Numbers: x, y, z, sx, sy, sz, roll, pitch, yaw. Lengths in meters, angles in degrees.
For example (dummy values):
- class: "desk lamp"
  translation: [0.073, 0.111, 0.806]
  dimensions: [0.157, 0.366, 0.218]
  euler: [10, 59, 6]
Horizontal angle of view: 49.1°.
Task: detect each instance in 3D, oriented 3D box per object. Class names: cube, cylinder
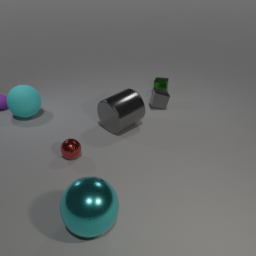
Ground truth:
- class: "cube"
  translation: [1.476, -1.380, 13.114]
  dimensions: [0.700, 0.700, 0.700]
  euler: [11, 28, -12]
- class: "cylinder"
  translation: [-0.269, -0.689, 11.162]
  dimensions: [1.400, 1.400, 1.400]
  euler: [-30, 40, -33]
- class: "cube"
  translation: [1.752, -2.236, 14.854]
  dimensions: [0.700, 0.700, 0.700]
  euler: [7, 29, 12]

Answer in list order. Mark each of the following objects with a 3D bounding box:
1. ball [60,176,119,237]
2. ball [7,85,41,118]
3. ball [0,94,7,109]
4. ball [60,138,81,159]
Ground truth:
- class: "ball"
  translation: [-0.910, 1.858, 6.676]
  dimensions: [1.400, 1.400, 1.400]
  euler: [0, 29, 0]
- class: "ball"
  translation: [-4.464, -1.146, 12.060]
  dimensions: [1.400, 1.400, 1.400]
  euler: [0, 29, 0]
- class: "ball"
  translation: [-5.884, -1.208, 12.914]
  dimensions: [0.700, 0.700, 0.700]
  euler: [0, 29, 0]
- class: "ball"
  translation: [-1.933, 0.700, 9.498]
  dimensions: [0.700, 0.700, 0.700]
  euler: [0, 29, 0]
